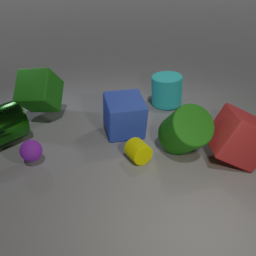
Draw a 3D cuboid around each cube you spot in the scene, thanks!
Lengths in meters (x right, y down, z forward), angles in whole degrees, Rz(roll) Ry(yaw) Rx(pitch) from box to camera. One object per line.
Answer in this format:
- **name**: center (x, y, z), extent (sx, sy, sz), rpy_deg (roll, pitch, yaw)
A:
- **cube**: center (-3.615, -1.510, 11.453), extent (1.400, 1.400, 1.400), rpy_deg (0, -14, 13)
- **cube**: center (-0.137, -0.483, 10.518), extent (1.400, 1.400, 1.400), rpy_deg (-7, 40, -12)
- **cube**: center (3.503, 0.286, 8.868), extent (1.400, 1.400, 1.400), rpy_deg (22, 25, -13)

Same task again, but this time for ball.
- **ball**: center (-3.078, 0.719, 8.894), extent (0.700, 0.700, 0.700), rpy_deg (0, 29, 0)

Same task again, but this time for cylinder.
- **cylinder**: center (0.337, 0.761, 9.205), extent (0.700, 0.700, 0.700), rpy_deg (-15, 32, -26)
- **cylinder**: center (1.862, 0.082, 9.183), extent (1.400, 1.400, 1.400), rpy_deg (-9, -13, -17)
- **cylinder**: center (-4.513, -0.108, 10.026), extent (1.400, 1.400, 1.400), rpy_deg (23, 37, 35)
- **cylinder**: center (1.797, -1.749, 12.985), extent (1.400, 1.400, 1.400), rpy_deg (-3, 31, 2)
